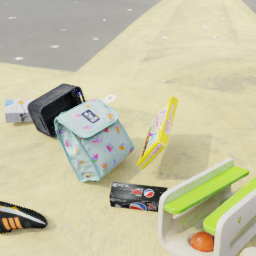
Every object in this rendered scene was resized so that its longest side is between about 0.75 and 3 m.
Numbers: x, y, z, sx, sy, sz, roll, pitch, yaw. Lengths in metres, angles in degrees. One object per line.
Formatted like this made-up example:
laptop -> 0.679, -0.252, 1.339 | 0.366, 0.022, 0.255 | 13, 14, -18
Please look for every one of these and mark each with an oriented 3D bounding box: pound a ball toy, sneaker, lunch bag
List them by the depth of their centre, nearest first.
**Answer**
pound a ball toy -> 1.880, 1.650, 4.766 | 2.914, 1.238, 1.900 | -15, 21, -42
sneaker -> -2.317, 1.908, 5.682 | 1.310, 0.590, 0.458 | 20, -7, -5
lunch bag -> -0.852, 0.212, 6.865 | 1.053, 1.727, 1.472 | -15, 15, 45

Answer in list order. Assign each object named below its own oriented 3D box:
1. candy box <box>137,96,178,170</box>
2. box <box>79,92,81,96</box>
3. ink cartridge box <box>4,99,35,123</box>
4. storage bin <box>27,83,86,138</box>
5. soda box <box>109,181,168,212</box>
candy box -> 0.772, 0.061, 7.004 | 0.259, 1.002, 1.959 | 34, 40, -8
box -> -2.169, -0.941, 9.764 | 1.207, 0.250, 0.719 | -28, 43, -14
ink cartridge box -> -3.306, -0.566, 9.121 | 1.265, 0.429, 0.728 | -3, 42, -19
storage bin -> -2.096, -0.567, 8.533 | 0.736, 1.061, 1.570 | 17, 44, 39
soda box -> 0.235, 1.523, 6.167 | 1.247, 0.395, 0.441 | 4, 42, 8
